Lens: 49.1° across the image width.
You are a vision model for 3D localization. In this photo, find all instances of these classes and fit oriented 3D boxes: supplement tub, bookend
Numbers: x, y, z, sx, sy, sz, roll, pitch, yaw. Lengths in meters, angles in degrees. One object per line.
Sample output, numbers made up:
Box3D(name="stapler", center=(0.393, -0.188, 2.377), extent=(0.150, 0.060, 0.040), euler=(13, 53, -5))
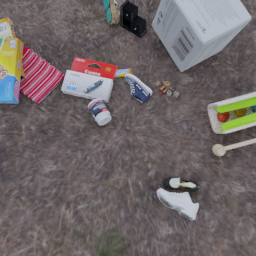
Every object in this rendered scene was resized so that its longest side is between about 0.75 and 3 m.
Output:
Box3D(name="supplement tub", center=(-1.039, -0.595, 10.344), extent=(0.607, 0.607, 0.865), euler=(-28, 71, -11))
Box3D(name="bookend", center=(0.272, -4.545, 11.693), extent=(1.124, 1.117, 0.518), euler=(35, 71, 12))

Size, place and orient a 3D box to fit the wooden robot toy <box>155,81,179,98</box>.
Box3D(name="wooden robot toy", center=(1.503, -1.578, 10.814), extent=(1.070, 0.485, 0.471), euler=(42, 73, 16))

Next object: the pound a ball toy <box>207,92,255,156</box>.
Box3D(name="pound a ball toy", center=(4.064, -0.236, 10.078), extent=(2.763, 1.174, 1.802), euler=(-16, 94, -7))

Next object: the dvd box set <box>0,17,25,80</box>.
Box3D(name="dvd box set", center=(-5.256, -2.907, 11.049), extent=(1.879, 0.378, 2.569), euler=(-18, 79, 2))

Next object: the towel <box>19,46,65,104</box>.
Box3D(name="towel", center=(-3.851, -2.164, 11.182), extent=(2.283, 0.257, 1.651), euler=(37, 73, 14))

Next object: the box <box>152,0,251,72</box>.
Box3D(name="box", center=(2.576, -3.978, 10.467), extent=(2.143, 2.489, 2.501), euler=(-29, 84, -11))

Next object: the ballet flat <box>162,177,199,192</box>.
Box3D(name="ballet flat", center=(1.793, 1.864, 9.434), extent=(1.243, 0.425, 0.423), euler=(6, 70, 3))

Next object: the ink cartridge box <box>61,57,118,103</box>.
Box3D(name="ink cartridge box", center=(-1.477, -1.965, 10.903), extent=(1.843, 0.412, 1.624), euler=(13, 77, 5))

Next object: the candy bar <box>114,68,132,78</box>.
Box3D(name="candy bar", center=(-0.633, -2.181, 11.230), extent=(1.626, 0.180, 0.405), euler=(-5, 68, -1))

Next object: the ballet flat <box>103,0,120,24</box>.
Box3D(name="ballet flat", center=(-0.697, -5.255, 12.366), extent=(0.561, 0.606, 1.720), euler=(1, 68, -28))

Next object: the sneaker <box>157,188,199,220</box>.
Box3D(name="sneaker", center=(1.655, 2.356, 9.222), extent=(1.489, 0.580, 0.740), euler=(33, 65, 3))

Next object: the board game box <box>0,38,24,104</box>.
Box3D(name="board game box", center=(-4.949, -2.123, 10.443), extent=(1.836, 0.484, 2.400), euler=(0, 81, 5))

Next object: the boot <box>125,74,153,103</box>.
Box3D(name="boot", center=(0.269, -1.539, 10.792), extent=(1.322, 0.481, 0.597), euler=(37, 67, 13))
